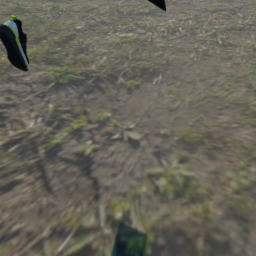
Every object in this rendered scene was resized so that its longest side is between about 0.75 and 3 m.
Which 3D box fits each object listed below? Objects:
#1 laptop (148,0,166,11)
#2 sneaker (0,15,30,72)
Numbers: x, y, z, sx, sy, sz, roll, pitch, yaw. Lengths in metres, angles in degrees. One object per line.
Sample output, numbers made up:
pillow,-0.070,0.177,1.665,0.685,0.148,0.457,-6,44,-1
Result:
laptop,0.654,-3.510,6.646,0.556,0.954,1.076,-43,63,-6
sneaker,-2.410,-1.858,6.301,0.506,1.412,0.585,26,63,7
